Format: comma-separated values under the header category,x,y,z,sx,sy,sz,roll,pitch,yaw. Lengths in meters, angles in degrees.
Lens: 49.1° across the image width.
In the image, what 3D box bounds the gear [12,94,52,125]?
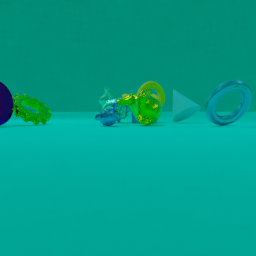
category,x,y,z,sx,sy,sz,roll,pitch,yaw
gear,-3.388,-0.663,9.756,1.427,0.264,1.427,29,23,-13

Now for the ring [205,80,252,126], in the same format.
category,x,y,z,sx,sy,sz,roll,pitch,yaw
ring,3.227,-0.785,8.971,1.603,1.603,0.321,-1,32,-17

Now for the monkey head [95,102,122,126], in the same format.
category,x,y,z,sx,sy,sz,roll,pitch,yaw
monkey head,-0.598,-0.457,8.934,0.658,0.786,1.093,-1,-2,-37

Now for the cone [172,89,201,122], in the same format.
category,x,y,z,sx,sy,sz,roll,pitch,yaw
cone,2.092,-1.062,11.286,1.212,1.217,1.212,-21,-19,-8

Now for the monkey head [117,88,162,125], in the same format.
category,x,y,z,sx,sy,sz,roll,pitch,yaw
monkey head,0.416,-0.647,9.564,1.424,1.193,1.979,-13,10,11

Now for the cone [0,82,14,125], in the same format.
category,x,y,z,sx,sy,sz,roll,pitch,yaw
cone,-4.650,-0.723,8.759,1.431,1.426,1.426,-4,1,25

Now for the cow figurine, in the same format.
category,x,y,z,sx,sy,sz,roll,pitch,yaw
cow figurine,-0.561,-1.051,11.596,1.637,1.611,0.899,-12,-40,39

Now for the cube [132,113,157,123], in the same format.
category,x,y,z,sx,sy,sz,roll,pitch,yaw
cube,0.650,-0.568,11.054,0.751,0.751,0.751,2,4,34

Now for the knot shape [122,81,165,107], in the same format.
category,x,y,z,sx,sy,sz,roll,pitch,yaw
knot shape,0.781,-1.087,12.158,1.955,1.830,0.904,-12,-40,-4
